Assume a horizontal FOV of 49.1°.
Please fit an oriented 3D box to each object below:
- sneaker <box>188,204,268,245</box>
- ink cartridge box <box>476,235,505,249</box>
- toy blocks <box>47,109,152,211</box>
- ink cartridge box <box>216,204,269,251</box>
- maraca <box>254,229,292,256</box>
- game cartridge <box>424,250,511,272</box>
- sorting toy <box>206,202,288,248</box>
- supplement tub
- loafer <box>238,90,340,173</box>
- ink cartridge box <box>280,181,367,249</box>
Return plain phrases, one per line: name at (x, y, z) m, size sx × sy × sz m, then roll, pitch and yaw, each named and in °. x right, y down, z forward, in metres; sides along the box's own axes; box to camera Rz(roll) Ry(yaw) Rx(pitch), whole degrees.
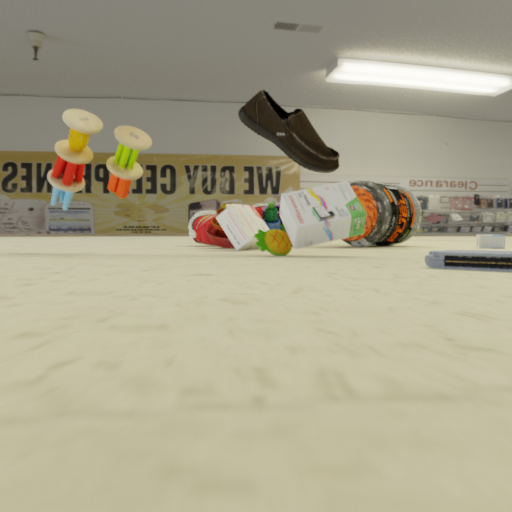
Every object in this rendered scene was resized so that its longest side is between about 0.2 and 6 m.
sneaker at (-0.268, -0.665, 14.632) m, size 2.940 × 1.132 × 1.248 m, roll -10°, pitch 16°, yaw -23°
ink cartridge box at (5.299, -0.323, 12.677) m, size 0.536 × 0.314 × 0.741 m, roll 1°, pitch 4°, yaw 16°
toy blocks at (-2.896, -1.521, 10.128) m, size 1.565 × 1.877 × 0.682 m, roll 16°, pitch 36°, yaw -19°
ink cartridge box at (-0.276, -0.591, 11.587) m, size 0.496 × 0.856 × 1.469 m, roll -37°, pitch -11°, yaw 19°
maraca at (0.277, -0.222, 9.019) m, size 0.692 × 0.474 × 0.370 m, roll 6°, pitch -31°, yaw -29°
game cartridge at (2.542, 0.047, 6.072) m, size 1.177 × 0.238 × 0.785 m, roll 3°, pitch 7°, yaw 41°
sorting toy at (0.036, -0.872, 13.002) m, size 2.445 × 1.003 × 1.469 m, roll -15°, pitch 27°, yaw -34°
supplement tub at (2.909, -1.030, 13.933) m, size 1.607 × 1.607 × 2.623 m, roll 2°, pitch 4°, yaw 38°
loafer at (0.654, -2.121, 9.534) m, size 1.979 × 0.706 × 0.722 m, roll 31°, pitch 31°, yaw -7°
ink cartridge box at (1.051, -0.669, 9.002) m, size 1.171 × 0.492 × 0.848 m, roll -12°, pitch 49°, yaw -10°
